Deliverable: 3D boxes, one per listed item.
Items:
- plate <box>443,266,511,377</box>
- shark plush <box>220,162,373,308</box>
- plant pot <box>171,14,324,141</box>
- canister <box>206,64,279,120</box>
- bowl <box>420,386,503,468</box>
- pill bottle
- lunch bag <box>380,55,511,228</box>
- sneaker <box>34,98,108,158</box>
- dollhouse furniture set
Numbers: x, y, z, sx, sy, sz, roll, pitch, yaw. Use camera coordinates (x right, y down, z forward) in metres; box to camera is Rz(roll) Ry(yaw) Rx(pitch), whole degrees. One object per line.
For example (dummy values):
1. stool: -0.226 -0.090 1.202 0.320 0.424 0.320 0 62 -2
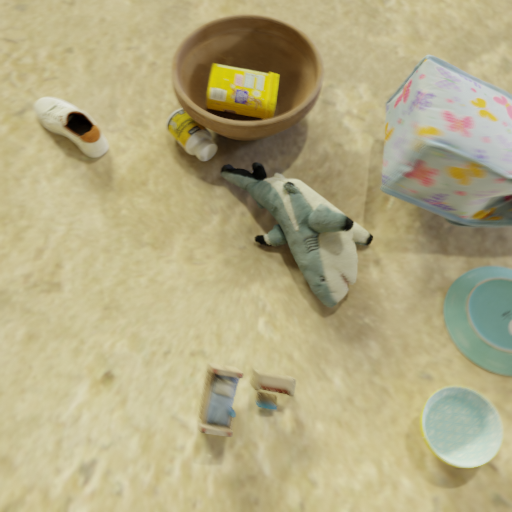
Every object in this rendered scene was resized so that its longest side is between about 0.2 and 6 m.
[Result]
1. plate: 4.283 1.044 9.638 2.048 0.262 2.048 0 61 -1
2. shark plush: 0.494 -0.676 10.102 3.454 1.569 1.439 39 99 13
3. plant pot: -0.172 -3.355 11.331 2.966 1.369 2.966 0 63 0
4. canister: -0.281 -3.360 11.460 1.366 0.591 1.015 9 67 -5
5. bowl: 3.036 2.657 8.554 1.204 0.648 1.204 1 61 -1
6. pill bottle: -1.281 -2.419 11.271 0.606 0.606 1.081 -35 68 -17
7. lunch bag: 3.815 -1.880 10.231 2.811 1.787 2.384 18 57 -12
8. sneaker: -3.816 -2.836 11.369 1.976 0.836 0.719 34 69 18
9. dollhouse furniture set: -0.132 2.233 8.528 1.341 0.940 0.945 11 83 -7
